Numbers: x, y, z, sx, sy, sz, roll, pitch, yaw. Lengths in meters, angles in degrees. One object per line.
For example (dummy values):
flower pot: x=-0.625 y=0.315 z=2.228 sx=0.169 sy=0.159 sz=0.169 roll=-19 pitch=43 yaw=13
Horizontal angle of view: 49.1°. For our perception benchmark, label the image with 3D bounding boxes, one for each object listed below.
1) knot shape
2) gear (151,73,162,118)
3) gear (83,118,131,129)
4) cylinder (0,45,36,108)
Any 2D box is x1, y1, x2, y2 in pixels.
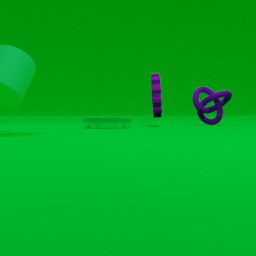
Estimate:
knot shape: x=2.982 y=-0.765 z=10.110 sx=1.473 sy=1.378 sz=0.681 roll=0 pitch=26 yaw=-3
gear: x=0.919 y=-1.049 z=9.102 sx=0.262 sy=1.417 sz=1.417 roll=-3 pitch=2 yaw=4
gear: x=-0.611 y=-0.152 z=8.154 sx=1.382 sy=0.256 sz=1.382 roll=1 pitch=3 yaw=0
cylinder: x=-2.081 y=-0.875 z=4.800 sx=0.773 sy=0.773 sz=0.773 roll=8 pitch=-31 yaw=5
